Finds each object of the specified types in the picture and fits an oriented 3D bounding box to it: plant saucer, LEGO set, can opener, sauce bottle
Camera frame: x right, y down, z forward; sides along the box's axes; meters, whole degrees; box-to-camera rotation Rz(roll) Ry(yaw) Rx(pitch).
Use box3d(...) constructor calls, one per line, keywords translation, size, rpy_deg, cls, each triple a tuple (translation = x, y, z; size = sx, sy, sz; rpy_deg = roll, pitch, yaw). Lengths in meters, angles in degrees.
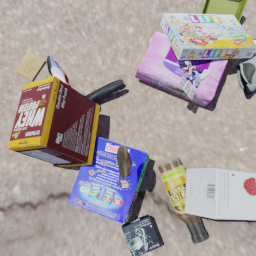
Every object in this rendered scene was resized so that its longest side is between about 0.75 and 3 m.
box3d(translation=(3.439, -4.296, 10.243), size=(1.435, 1.433, 0.344), rpy_deg=(13, 38, 2), cls="plant saucer")
box3d(translation=(1.963, -1.573, 8.891), size=(0.808, 0.265, 1.081), rpy_deg=(41, 69, -35), cls="LEGO set")
box3d(translation=(-1.014, -1.168, 9.876), size=(1.969, 0.774, 0.624), rpy_deg=(-32, 36, -1), cls="can opener")
box3d(translation=(1.828, 2.318, 9.048), size=(0.864, 0.864, 2.671), rpy_deg=(-23, 79, -4), cls="sauce bottle")

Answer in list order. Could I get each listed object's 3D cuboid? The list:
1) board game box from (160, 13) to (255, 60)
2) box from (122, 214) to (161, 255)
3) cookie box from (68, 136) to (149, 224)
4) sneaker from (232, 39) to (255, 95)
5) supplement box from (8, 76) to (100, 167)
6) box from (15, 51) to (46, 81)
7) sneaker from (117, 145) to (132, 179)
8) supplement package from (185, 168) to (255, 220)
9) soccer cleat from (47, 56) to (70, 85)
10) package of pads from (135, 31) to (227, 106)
box3d(translation=(2.707, -3.127, 9.500), size=(2.789, 0.477, 1.875), rpy_deg=(-6, 55, -17), cls="board game box")
box3d(translation=(0.412, 3.432, 8.970), size=(0.981, 0.608, 0.965), rpy_deg=(-21, 82, -4), cls="box")
box3d(translation=(-0.562, 1.631, 9.026), size=(1.935, 0.850, 2.263), rpy_deg=(18, 78, 11), cls="cookie box")
box3d(translation=(4.975, -1.623, 9.781), size=(2.993, 1.123, 1.728), rpy_deg=(38, 86, 17), cls="sneaker")
box3d(translation=(-2.114, -0.081, 8.433), size=(1.364, 2.054, 2.026), rpy_deg=(-8, 66, 33), cls="supplement box")
box3d(translation=(-3.594, -2.273, 10.309), size=(0.759, 0.099, 0.928), rpy_deg=(29, 81, 5), cls="box")
box3d(translation=(-0.068, 0.821, 7.070), size=(0.314, 0.337, 0.892), rpy_deg=(15, 113, 37), cls="sneaker")
box3d(translation=(3.048, 1.994, 8.434), size=(2.264, 1.356, 1.373), rpy_deg=(10, 77, -25), cls="supplement package")
box3d(translation=(-2.557, -2.014, 10.134), size=(0.496, 0.463, 1.356), rpy_deg=(-17, 76, -25), cls="soccer cleat")
box3d(translation=(1.822, -2.083, 9.773), size=(2.815, 1.065, 1.696), rpy_deg=(23, 80, 4), cls="package of pads")
